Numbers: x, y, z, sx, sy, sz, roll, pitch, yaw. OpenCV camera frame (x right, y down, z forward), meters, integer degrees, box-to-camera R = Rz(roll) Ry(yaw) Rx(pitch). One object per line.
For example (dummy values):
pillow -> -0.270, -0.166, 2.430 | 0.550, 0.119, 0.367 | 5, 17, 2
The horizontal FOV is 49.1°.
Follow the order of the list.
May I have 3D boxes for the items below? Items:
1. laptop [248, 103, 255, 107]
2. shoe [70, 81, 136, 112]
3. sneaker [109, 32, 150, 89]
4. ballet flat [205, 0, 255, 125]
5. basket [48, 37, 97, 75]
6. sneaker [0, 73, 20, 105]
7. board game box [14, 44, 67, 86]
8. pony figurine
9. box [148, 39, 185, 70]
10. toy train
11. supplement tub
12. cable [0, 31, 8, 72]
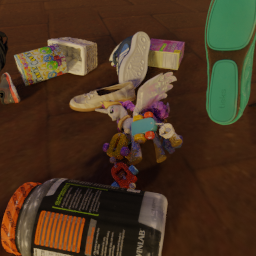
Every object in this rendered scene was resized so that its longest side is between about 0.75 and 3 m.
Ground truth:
laptop -> 5.178, -0.533, 9.528 | 1.336, 0.778, 1.507 | -19, 67, -22
shoe -> -0.890, -1.162, 9.879 | 2.393, 0.639, 0.837 | -13, 39, -16
sneaker -> -0.124, -2.556, 11.598 | 1.078, 1.960, 2.677 | 26, 69, -28
ballet flat -> 1.875, -1.379, 5.109 | 0.880, 2.614, 0.920 | 10, 21, 27
basket -> -2.302, -3.121, 11.897 | 1.840, 1.247, 1.135 | 17, 34, 22
sneaker -> -4.547, -1.452, 10.267 | 0.740, 0.696, 1.807 | -24, 42, -19
board game box -> -3.446, -2.537, 11.191 | 1.747, 0.916, 0.900 | -23, 61, -20
pony figurine -> 0.494, -0.233, 7.977 | 2.341, 2.019, 2.425 | -22, 57, -12
box -> 1.621, -3.360, 12.635 | 1.603, 0.775, 1.410 | 12, 39, 14
toy train -> 0.236, 0.598, 7.122 | 2.064, 0.574, 1.550 | -47, 51, -3
supplement tub -> -0.714, 1.840, 5.123 | 2.716, 1.664, 1.664 | 8, 38, 10
cable -> -4.096, -2.215, 7.998 | 0.401, 1.287, 1.577 | 7, 77, 32
